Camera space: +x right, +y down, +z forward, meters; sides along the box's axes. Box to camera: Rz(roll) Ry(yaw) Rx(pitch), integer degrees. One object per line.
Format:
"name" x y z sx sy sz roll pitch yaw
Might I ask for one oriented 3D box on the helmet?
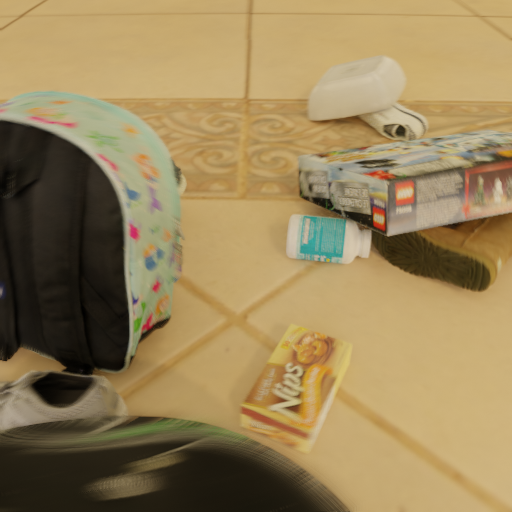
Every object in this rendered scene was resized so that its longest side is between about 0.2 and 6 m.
"helmet" -0.586 2.612 3.516 3.165 3.320 3.320 23 29 -27

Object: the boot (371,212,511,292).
"boot" 3.493 -0.436 9.476 2.208 0.834 2.521 29 43 31

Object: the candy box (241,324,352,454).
"candy box" 0.538 1.605 7.053 0.895 0.429 1.550 16 41 20

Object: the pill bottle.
"pill bottle" 1.190 -0.263 9.203 1.333 0.738 0.738 6 38 8

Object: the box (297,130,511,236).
"box" 3.336 -1.439 9.741 4.417 0.881 3.024 -11 19 -17

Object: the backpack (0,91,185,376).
"backpack" -2.429 -0.434 7.319 2.920 3.289 2.476 12 35 15

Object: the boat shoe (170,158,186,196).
"boat shoe" -2.445 -0.996 9.639 2.467 0.763 0.924 -20 52 7

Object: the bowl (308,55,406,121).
"bowl" 2.397 -4.177 13.691 2.218 0.828 2.215 -3 32 29

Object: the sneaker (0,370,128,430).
"sneaker" -2.710 1.649 6.576 2.301 0.943 0.860 -3 38 -3

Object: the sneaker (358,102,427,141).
"sneaker" 3.025 -3.162 13.036 0.746 0.708 1.853 -38 49 -26
